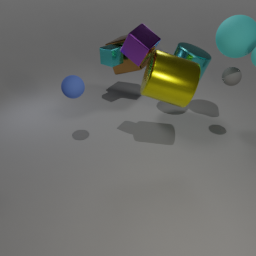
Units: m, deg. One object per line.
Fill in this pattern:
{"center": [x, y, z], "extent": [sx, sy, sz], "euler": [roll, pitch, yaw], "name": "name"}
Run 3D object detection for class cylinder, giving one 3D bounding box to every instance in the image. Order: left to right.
{"center": [1.237, -1.465, 8.396], "extent": [1.400, 1.400, 1.400], "euler": [17, 30, -7], "name": "cylinder"}
{"center": [2.327, -2.414, 11.008], "extent": [1.400, 1.400, 1.400], "euler": [16, 34, -11], "name": "cylinder"}

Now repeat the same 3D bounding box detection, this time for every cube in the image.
{"center": [-0.676, -3.002, 11.584], "extent": [0.700, 0.700, 0.700], "euler": [24, 40, 36], "name": "cube"}
{"center": [0.092, -3.344, 12.424], "extent": [1.400, 1.400, 1.400], "euler": [-3, 28, 33], "name": "cube"}
{"center": [0.342, -2.287, 7.717], "extent": [0.700, 0.700, 0.700], "euler": [40, 54, 1], "name": "cube"}

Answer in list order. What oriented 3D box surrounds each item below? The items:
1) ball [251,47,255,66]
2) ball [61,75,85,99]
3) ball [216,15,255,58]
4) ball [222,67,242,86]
{"center": [3.829, -2.021, 7.849], "extent": [0.700, 0.700, 0.700], "euler": [0, 31, 0], "name": "ball"}
{"center": [-1.659, -1.239, 8.442], "extent": [0.700, 0.700, 0.700], "euler": [0, 31, 0], "name": "ball"}
{"center": [3.717, -3.105, 9.544], "extent": [1.400, 1.400, 1.400], "euler": [0, 31, 0], "name": "ball"}
{"center": [3.859, -1.918, 10.425], "extent": [0.700, 0.700, 0.700], "euler": [0, 31, 0], "name": "ball"}
